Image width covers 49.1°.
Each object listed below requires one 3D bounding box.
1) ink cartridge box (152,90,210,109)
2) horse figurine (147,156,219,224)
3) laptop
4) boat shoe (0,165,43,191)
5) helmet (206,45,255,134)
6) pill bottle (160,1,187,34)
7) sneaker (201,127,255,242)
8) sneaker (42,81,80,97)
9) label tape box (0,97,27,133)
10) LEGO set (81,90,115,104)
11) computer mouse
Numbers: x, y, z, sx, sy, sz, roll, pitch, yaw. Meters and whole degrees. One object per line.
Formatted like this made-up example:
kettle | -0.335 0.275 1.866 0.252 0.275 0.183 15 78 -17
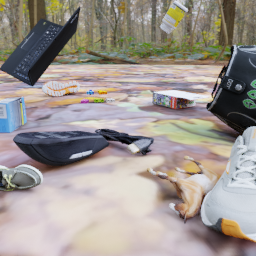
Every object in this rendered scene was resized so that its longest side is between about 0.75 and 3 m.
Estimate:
ink cartridge box | 2.208 -1.180 11.945 1.219 0.563 2.237 -11 20 -34
horse figurine | 1.060 0.898 4.674 1.581 0.394 1.047 -7 28 -42
laptop | -2.419 -2.273 7.386 2.313 2.050 1.194 27 -15 27
boat shoe | -2.030 0.879 4.805 1.219 0.436 0.364 0 14 22
helmet | 3.614 -0.894 7.405 2.503 2.625 2.625 22 19 8
pill bottle | 1.777 -4.348 11.073 0.633 1.127 0.633 29 26 -15
sneaker | 1.802 0.626 4.254 0.980 1.190 2.588 8 18 30
sneaker | -3.608 -2.054 14.920 2.040 0.798 0.788 -8 4 -38
label tape box | -3.585 -0.452 8.654 0.415 0.899 1.255 0 16 1
LEGO set | -1.425 -1.499 13.016 1.564 0.597 0.642 -2 16 -12
computer mouse | -0.762 0.477 5.946 2.021 0.662 2.878 10 8 37
